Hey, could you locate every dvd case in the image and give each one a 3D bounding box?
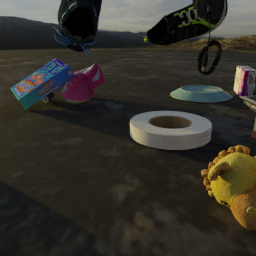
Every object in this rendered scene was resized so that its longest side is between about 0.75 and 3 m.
[{"bbox_3d":[5.644,-0.829,9.992,2.601,0.322,1.955,-1,19,-6],"label":"dvd case"}]

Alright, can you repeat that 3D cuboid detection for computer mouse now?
[{"bbox_3d":[2.088,-2.705,7.285,0.818,2.792,0.475,2,28,18],"label":"computer mouse"}]

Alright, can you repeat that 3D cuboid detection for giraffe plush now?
[{"bbox_3d":[1.984,0.705,3.977,1.683,1.791,2.075,-21,32,4],"label":"giraffe plush"}]

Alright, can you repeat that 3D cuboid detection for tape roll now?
[{"bbox_3d":[1.127,0.000,7.473,2.170,0.397,2.170,1,18,0],"label":"tape roll"}]

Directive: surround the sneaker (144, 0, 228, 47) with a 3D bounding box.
[{"bbox_3d":[1.623,-3.049,8.321,2.648,0.949,1.096,-18,1,43],"label":"sneaker"}]

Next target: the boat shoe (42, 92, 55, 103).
[{"bbox_3d":[-3.298,-1.478,11.220,0.550,0.582,1.622,-32,29,-12],"label":"boat shoe"}]

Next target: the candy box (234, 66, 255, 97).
[{"bbox_3d":[5.050,-2.010,12.101,0.523,1.169,1.714,4,20,8],"label":"candy box"}]

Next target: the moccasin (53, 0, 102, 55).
[{"bbox_3d":[-1.185,-2.315,6.237,1.100,0.932,2.733,6,-12,-8],"label":"moccasin"}]

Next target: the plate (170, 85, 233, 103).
[{"bbox_3d":[3.139,-1.541,12.038,2.604,0.333,2.604,0,18,0],"label":"plate"}]

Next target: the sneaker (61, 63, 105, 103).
[{"bbox_3d":[-2.022,-1.730,11.595,1.233,1.137,2.794,-15,19,27],"label":"sneaker"}]

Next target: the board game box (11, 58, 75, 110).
[{"bbox_3d":[-3.273,-1.740,10.641,2.183,0.491,1.660,-39,37,-12],"label":"board game box"}]

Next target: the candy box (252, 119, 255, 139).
[{"bbox_3d":[4.525,-0.055,7.211,2.378,0.658,1.373,-12,24,-33],"label":"candy box"}]
